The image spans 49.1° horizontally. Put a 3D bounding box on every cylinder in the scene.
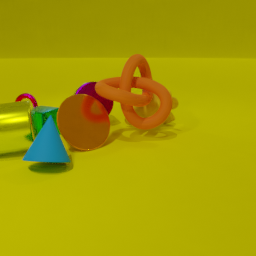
[{"bbox_3d":[-1.197,-0.876,9.333,1.263,1.263,1.263,-4,7,-12],"label":"cylinder"},{"bbox_3d":[-2.748,-0.001,6.460,1.149,1.149,1.149,-8,17,-12],"label":"cylinder"}]

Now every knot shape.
[{"bbox_3d":[-3.157,-0.662,9.048,1.090,1.020,0.504,-10,38,49],"label":"knot shape"},{"bbox_3d":[0.073,-0.982,7.414,1.920,2.052,0.948,-2,-24,-27],"label":"knot shape"}]

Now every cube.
[{"bbox_3d":[-2.447,-0.162,8.008,0.793,0.793,0.793,8,17,26],"label":"cube"}]

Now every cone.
[{"bbox_3d":[-1.477,0.015,7.559,1.460,1.460,1.465,-12,-7,-37],"label":"cone"},{"bbox_3d":[-1.649,0.210,5.834,0.963,0.966,0.963,3,-5,0],"label":"cone"}]

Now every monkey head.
[{"bbox_3d":[0.890,-0.522,8.768,1.934,1.391,1.165,-22,22,34],"label":"monkey head"}]
